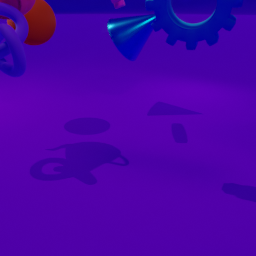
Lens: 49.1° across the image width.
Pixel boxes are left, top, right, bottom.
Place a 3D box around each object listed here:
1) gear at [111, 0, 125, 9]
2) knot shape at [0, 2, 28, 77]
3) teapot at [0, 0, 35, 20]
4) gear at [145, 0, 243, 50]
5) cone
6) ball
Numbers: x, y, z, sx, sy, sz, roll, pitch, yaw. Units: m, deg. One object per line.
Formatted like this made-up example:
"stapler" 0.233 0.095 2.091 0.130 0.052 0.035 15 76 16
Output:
"gear" -0.391 -3.541 6.732 0.230 1.244 1.244 -16 22 12
"knot shape" -2.562 -1.564 5.360 1.380 1.475 0.682 -26 -16 15
"teapot" -2.606 -2.751 5.753 1.989 1.237 0.974 -30 41 35
"gear" 0.989 -1.932 4.283 1.418 1.418 0.262 9 39 18
"cone" 0.416 -3.075 8.561 1.499 1.493 1.493 -26 11 29
"ball" -2.538 -2.824 7.407 1.236 1.236 1.236 0 24 0
